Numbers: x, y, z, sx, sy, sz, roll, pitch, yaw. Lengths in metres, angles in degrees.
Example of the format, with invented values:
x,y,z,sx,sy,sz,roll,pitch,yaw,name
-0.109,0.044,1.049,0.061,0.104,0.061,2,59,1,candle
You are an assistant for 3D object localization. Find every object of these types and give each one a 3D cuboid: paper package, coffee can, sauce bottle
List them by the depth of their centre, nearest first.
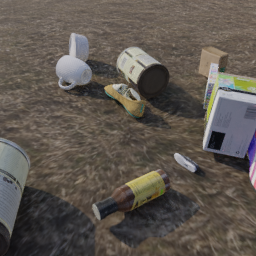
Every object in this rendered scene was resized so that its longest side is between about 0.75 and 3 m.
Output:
x,y,z,sx,sy,sz,roll,pitch,yaw,name
-3.455,1.623,6.670,1.763,1.763,2.409,-3,38,-3,coffee can
0.110,1.757,7.354,2.144,0.694,0.694,-19,42,-26,sauce bottle
0.611,-2.443,12.122,1.512,1.512,2.066,-17,41,-20,coffee can
3.982,-2.999,13.071,0.643,1.243,1.185,-21,42,-25,paper package

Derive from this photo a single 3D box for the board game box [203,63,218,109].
x,y,z,sx,sy,sz,roll,pitch,yaw,name
3.398,-1.723,11.471,0.304,1.193,1.774,10,39,13,board game box

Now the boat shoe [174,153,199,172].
x,y,z,sx,sy,sz,roll,pitch,yaw,name
1.813,1.024,8.665,0.283,0.299,0.835,-30,49,-33,boat shoe

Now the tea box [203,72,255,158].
x,y,z,sx,sy,sz,roll,pitch,yaw,name
3.299,-0.468,9.040,1.329,1.988,1.956,11,36,8,tea box

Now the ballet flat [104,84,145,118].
x,y,z,sx,sy,sz,roll,pitch,yaw,name
-0.085,-1.322,11.228,0.851,0.782,2.480,-1,33,-41,ballet flat

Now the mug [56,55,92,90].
x,y,z,sx,sy,sz,roll,pitch,yaw,name
-2.440,-2.344,12.442,1.367,1.151,1.559,27,72,30,mug

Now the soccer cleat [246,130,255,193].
x,y,z,sx,sy,sz,roll,pitch,yaw,name
4.029,0.983,8.130,0.932,1.000,2.733,6,38,8,soccer cleat

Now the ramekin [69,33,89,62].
x,y,z,sx,sy,sz,roll,pitch,yaw,name
-2.496,-4.024,14.266,0.708,1.521,1.521,-5,37,-23,ramekin
